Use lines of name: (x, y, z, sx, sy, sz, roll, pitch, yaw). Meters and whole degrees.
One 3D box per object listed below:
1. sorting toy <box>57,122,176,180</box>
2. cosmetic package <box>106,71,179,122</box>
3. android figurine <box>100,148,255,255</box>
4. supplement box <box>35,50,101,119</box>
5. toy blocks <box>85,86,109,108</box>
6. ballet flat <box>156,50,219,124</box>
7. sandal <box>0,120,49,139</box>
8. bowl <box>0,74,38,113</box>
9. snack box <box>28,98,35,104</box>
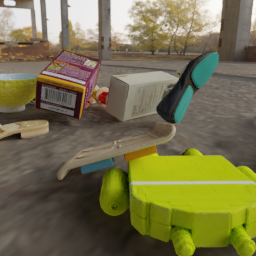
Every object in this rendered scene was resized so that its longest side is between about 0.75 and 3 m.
sorting toy: (-0.170, 0.377, 4.752, 1.843, 0.336, 1.706, -20, 3, -1)
cosmetic package: (0.502, -1.103, 9.173, 2.404, 1.264, 0.854, -13, 35, -43)
android figurine: (0.810, 0.853, 3.904, 2.387, 0.538, 2.622, 0, 13, -4)
supplement box: (-1.791, -1.448, 8.776, 1.364, 1.059, 2.472, 15, 33, -2)
toy blocks: (-1.128, -1.000, 9.946, 1.733, 0.755, 2.080, -13, 21, -37)
ballet flat: (1.661, -1.310, 8.211, 0.959, 2.626, 0.959, 32, -14, 9)
sandal: (-3.300, -0.136, 6.629, 2.827, 0.930, 1.036, -12, 20, -36)
bowl: (-4.157, -1.222, 9.868, 2.250, 1.211, 2.250, 1, 15, 0)
snack box: (-3.187, -1.363, 10.864, 1.599, 0.929, 0.297, 6, 16, 20)
